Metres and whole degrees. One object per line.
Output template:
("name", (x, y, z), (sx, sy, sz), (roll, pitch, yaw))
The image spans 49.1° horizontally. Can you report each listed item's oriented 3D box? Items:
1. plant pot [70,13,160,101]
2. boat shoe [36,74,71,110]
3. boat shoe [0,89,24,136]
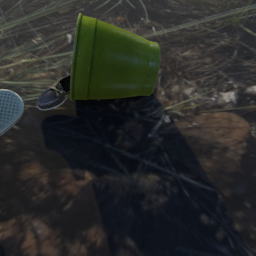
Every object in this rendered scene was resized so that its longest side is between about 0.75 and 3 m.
("plant pot", (-0.314, -1.645, 7.191), (2.059, 2.139, 2.139), (6, 52, -8))
("boat shoe", (-1.705, -1.030, 7.352), (1.613, 0.480, 0.579), (-31, 75, -13))
("boat shoe", (-3.451, 0.101, 5.988), (2.806, 0.873, 1.047), (-34, 89, 0))
